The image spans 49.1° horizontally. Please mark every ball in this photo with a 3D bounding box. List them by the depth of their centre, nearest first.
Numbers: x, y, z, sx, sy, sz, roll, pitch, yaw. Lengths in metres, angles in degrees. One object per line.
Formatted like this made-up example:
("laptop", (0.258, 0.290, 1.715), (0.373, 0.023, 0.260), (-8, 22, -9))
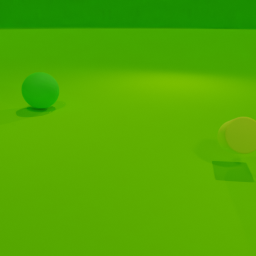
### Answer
("ball", (-2.856, -1.225, 9.169), (1.184, 1.184, 1.184), (0, 21, 0))

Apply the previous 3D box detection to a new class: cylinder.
("cylinder", (2.205, 0.163, 5.567), (0.703, 0.703, 0.703), (3, -4, 6))
